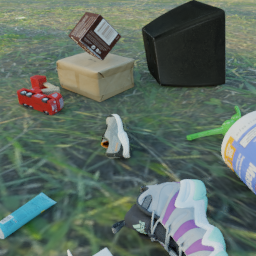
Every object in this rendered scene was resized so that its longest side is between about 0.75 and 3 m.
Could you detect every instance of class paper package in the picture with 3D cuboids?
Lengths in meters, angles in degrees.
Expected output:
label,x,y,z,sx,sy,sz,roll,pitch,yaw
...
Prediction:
label,x,y,z,sx,sy,sz,roll,pitch,yaw
paper package,-1.218,-2.177,11.115,2.293,1.186,2.185,23,38,34

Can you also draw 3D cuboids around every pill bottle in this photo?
label,x,y,z,sx,sy,sz,roll,pitch,yaw
pill bottle,3.325,0.978,5.485,1.645,1.645,2.936,-9,33,-14

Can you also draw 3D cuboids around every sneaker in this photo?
label,x,y,z,sx,sy,sz,roll,pitch,yaw
sneaker,0.594,1.844,4.837,1.785,0.992,2.552,0,22,2
sneaker,-0.434,0.179,7.765,0.727,0.678,1.835,-11,33,-8

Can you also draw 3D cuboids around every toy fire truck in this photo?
label,x,y,z,sx,sy,sz,roll,pitch,yaw
toy fire truck,-3.052,-1.249,10.188,2.297,0.560,1.620,18,36,27

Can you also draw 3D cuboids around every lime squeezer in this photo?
label,x,y,z,sx,sy,sz,roll,pitch,yaw
lime squeezer,3.054,-0.100,8.549,2.794,0.527,0.987,-27,10,-35

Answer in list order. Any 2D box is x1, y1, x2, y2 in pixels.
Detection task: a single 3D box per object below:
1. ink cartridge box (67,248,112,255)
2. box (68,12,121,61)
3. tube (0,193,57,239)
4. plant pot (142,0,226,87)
label,x,y,z,sx,sy,sz,roll,pitch,yaw
ink cartridge box,-0.254,2.371,3.915,0.519,0.880,1.529,-21,37,-31
box,-1.201,-3.281,9.985,1.127,1.139,1.372,-53,36,2
tube,-2.050,1.711,5.619,0.470,0.306,1.215,27,35,25
plant pot,2.147,-3.313,11.614,2.611,2.944,2.937,-15,33,-5
